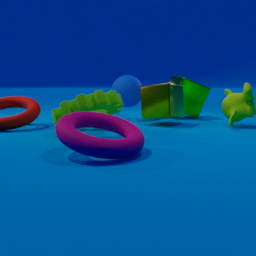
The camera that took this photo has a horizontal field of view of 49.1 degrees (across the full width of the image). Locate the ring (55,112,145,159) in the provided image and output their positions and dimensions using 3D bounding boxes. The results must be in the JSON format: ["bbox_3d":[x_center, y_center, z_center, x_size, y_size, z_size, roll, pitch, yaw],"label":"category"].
[{"bbox_3d":[-0.543,0.099,5.622,1.790,0.358,1.790,11,20,-4],"label":"ring"}]

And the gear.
[{"bbox_3d":[-1.118,-0.478,7.884,1.969,0.364,1.969,-18,-11,-4],"label":"gear"}]

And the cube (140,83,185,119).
[{"bbox_3d":[1.177,-0.872,9.517,1.100,1.100,1.100,-3,0,35],"label":"cube"}]

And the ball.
[{"bbox_3d":[-0.026,-1.417,10.874,1.242,1.242,1.242,0,9,0],"label":"ball"}]

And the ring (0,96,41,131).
[{"bbox_3d":[-3.800,-0.503,8.901,1.983,0.397,1.983,0,29,0],"label":"ring"}]

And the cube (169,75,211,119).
[{"bbox_3d":[2.309,-1.300,11.422,1.289,1.289,1.289,19,10,-16],"label":"cube"}]

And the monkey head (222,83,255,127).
[{"bbox_3d":[3.498,-0.829,8.947,1.015,1.211,1.684,-8,45,20],"label":"monkey head"}]
